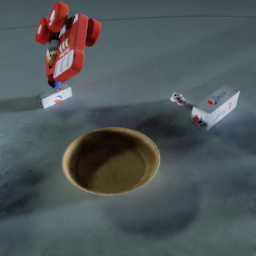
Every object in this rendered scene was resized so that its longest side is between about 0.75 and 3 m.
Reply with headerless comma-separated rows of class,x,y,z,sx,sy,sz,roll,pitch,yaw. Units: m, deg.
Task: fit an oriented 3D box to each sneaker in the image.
sneaker,1.951,-1.108,10.622,0.752,0.332,0.306,28,46,31

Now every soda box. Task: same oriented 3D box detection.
soda box,-2.809,-1.235,10.719,0.445,0.413,1.303,30,47,33
soda box,3.075,-0.742,9.828,0.673,0.725,2.123,30,47,33

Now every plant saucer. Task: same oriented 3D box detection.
plant saucer,-0.463,0.952,7.840,2.673,0.473,2.673,0,38,0

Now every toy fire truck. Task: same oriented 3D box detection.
toy fire truck,-2.333,-2.777,10.083,1.649,2.470,2.942,17,-17,-35
